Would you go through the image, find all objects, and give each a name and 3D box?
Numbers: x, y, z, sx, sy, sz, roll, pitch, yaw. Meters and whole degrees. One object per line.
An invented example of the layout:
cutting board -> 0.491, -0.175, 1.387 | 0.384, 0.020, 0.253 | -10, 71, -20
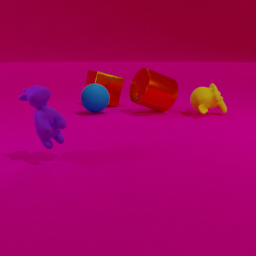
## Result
monkey head -> 3.006, -0.953, 10.557 | 1.096, 1.308, 1.819 | -32, 16, 17
ball -> -1.263, -1.141, 10.735 | 1.101, 1.101, 1.101 | 0, 15, 0
cube -> -1.103, -1.763, 12.365 | 1.285, 1.285, 1.285 | 9, 10, -27
cow figurine -> -1.780, -0.271, 5.891 | 0.643, 1.171, 1.152 | -27, 63, -32
cylinder -> 0.972, -1.434, 10.736 | 1.379, 1.379, 1.379 | 15, 6, -28
